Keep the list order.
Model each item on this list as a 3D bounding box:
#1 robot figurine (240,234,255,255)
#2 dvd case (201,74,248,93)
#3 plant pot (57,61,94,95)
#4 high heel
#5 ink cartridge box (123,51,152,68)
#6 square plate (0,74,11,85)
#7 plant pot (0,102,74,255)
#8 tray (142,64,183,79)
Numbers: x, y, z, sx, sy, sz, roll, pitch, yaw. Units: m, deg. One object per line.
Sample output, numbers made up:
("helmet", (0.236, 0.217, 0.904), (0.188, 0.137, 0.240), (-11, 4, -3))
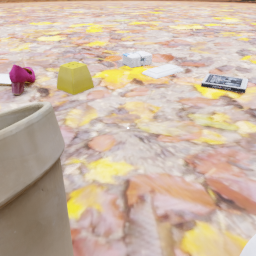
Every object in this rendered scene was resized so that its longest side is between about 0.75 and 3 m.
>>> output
("robot figurine", (2.515, 2.229, 2.878), (2.139, 1.776, 2.847), (-16, 33, -32))
("dvd case", (4.032, -1.881, 11.648), (1.728, 0.214, 1.299), (13, 32, 21))
("plant pot", (-2.140, -2.059, 11.184), (1.112, 0.981, 1.112), (22, 36, 34))
("high heel", (-4.215, -2.349, 11.382), (0.837, 1.193, 2.482), (6, 30, -14))
("ink cartridge box", (0.471, -3.480, 14.145), (1.243, 0.534, 0.911), (-18, 34, -26))
("square plate", (-5.269, -2.072, 12.036), (1.129, 0.162, 1.140), (3, 30, 4))
("plant pot", (-1.801, 1.320, 3.273), (2.863, 2.484, 2.863), (-18, 16, 5))
("tray", (1.646, -2.706, 13.114), (1.856, 0.206, 0.996), (-22, 35, -34))
